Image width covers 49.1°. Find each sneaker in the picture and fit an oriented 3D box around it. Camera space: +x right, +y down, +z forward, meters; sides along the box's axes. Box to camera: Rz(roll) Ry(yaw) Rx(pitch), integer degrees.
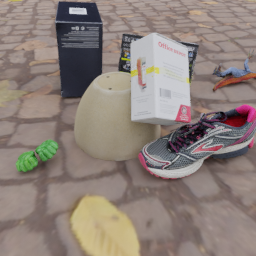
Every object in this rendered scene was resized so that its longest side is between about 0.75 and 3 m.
[{"bbox_3d":[1.557,0.205,6.290,2.841,1.061,1.145,-19,47,-13],"label":"sneaker"}]

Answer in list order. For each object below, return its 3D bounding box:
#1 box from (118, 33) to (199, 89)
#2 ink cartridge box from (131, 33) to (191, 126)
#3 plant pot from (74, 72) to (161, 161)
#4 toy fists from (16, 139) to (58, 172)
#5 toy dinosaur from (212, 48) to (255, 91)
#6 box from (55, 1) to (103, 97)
[{"bbox_3d":[0.827,-1.777,8.437,2.247,1.800,0.497,12,20,12],"label":"box"},{"bbox_3d":[0.726,-0.984,6.140,1.267,1.745,0.728,6,-9,-45],"label":"ink cartridge box"},{"bbox_3d":[-0.282,-0.495,7.029,2.274,1.527,2.274,-1,36,0],"label":"plant pot"},{"bbox_3d":[-2.027,0.611,6.250,1.014,0.349,0.517,-29,30,-10],"label":"toy fists"},{"bbox_3d":[3.870,-1.764,9.779,1.723,0.997,1.898,17,76,1],"label":"toy dinosaur"},{"bbox_3d":[-1.600,-2.656,9.247,1.341,2.346,2.576,-2,36,-10],"label":"box"}]
